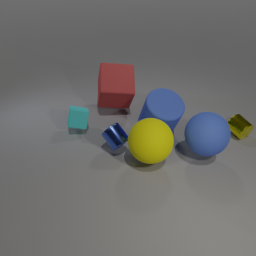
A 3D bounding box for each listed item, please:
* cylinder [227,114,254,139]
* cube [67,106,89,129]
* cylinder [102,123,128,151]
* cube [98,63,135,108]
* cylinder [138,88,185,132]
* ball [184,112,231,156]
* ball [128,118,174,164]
[{"bbox_3d":[4.198,-0.055,10.523,0.700,0.700,0.700,-16,49,-26],"label":"cylinder"},{"bbox_3d":[-1.914,-0.408,10.713,0.700,0.700,0.700,8,14,-15],"label":"cube"},{"bbox_3d":[-0.414,0.294,9.420,0.700,0.700,0.700,-31,82,-42],"label":"cylinder"},{"bbox_3d":[-0.532,-1.769,11.894,1.400,1.400,1.400,2,69,-10],"label":"cube"},{"bbox_3d":[1.179,-0.487,10.224,1.400,1.400,1.400,6,57,-9],"label":"cylinder"},{"bbox_3d":[2.491,0.189,8.831,1.400,1.400,1.400,0,30,0],"label":"ball"},{"bbox_3d":[0.694,0.394,8.607,1.400,1.400,1.400,0,30,0],"label":"ball"}]
